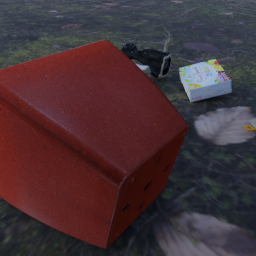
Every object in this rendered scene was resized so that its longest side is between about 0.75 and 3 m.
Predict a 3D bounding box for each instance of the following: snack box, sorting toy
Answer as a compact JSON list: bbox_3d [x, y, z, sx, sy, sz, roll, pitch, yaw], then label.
[{"bbox_3d":[2.746,-1.749,10.154,1.455,0.584,1.725,-13,36,6],"label":"snack box"},{"bbox_3d":[4.003,0.016,8.174,1.346,0.183,0.758,0,33,-3],"label":"sorting toy"}]

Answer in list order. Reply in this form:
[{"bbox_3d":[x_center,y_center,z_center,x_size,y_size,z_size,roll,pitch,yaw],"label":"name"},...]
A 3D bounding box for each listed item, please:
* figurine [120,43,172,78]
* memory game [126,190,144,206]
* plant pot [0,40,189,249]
[{"bbox_3d":[0.099,-2.518,11.006,2.362,1.042,2.421,29,46,27],"label":"figurine"},{"bbox_3d":[-0.598,1.202,5.858,1.876,0.119,1.876,2,22,-1],"label":"memory game"},{"bbox_3d":[-0.608,0.402,5.376,2.556,2.898,2.900,34,43,24],"label":"plant pot"}]
